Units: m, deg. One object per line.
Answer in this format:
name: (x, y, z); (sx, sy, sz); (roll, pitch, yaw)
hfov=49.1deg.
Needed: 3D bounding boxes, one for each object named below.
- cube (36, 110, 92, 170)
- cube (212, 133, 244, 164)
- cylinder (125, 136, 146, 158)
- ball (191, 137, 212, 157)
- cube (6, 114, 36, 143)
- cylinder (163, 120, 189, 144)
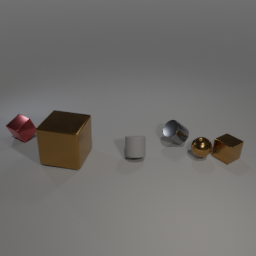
cube: (-2.105, 0.374, 9.510); (1.400, 1.400, 1.400); (8, 30, 8)
cube: (3.435, 0.709, 9.691); (0.700, 0.700, 0.700); (-18, 34, -31)
cylinder: (0.256, 0.632, 9.614); (0.700, 0.700, 0.700); (-1, 2, 0)
ball: (2.508, 0.649, 9.558); (0.700, 0.700, 0.700); (0, 29, 0)
cube: (-4.069, 0.010, 10.758); (0.700, 0.700, 0.700); (20, 56, 30)
cylinder: (1.751, 0.149, 10.234); (0.700, 0.700, 0.700); (30, 7, -40)
